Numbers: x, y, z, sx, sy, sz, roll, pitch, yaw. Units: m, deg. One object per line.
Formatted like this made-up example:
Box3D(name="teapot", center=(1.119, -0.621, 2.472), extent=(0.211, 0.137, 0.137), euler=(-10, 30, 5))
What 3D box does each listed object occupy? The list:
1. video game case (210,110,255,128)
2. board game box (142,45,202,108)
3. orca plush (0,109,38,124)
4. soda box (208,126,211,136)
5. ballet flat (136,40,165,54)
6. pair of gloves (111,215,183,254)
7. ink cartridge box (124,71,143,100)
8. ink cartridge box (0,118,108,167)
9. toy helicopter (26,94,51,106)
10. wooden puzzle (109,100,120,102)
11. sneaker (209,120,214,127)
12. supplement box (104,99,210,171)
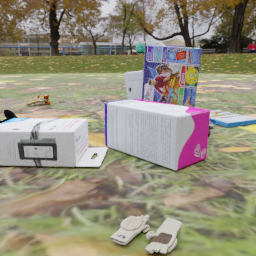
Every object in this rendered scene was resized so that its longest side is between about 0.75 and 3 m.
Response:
Box3D(name="video game case", center=(3.619, -0.394, 10.783), extent=(1.537, 0.191, 2.148), euler=(-7, 16, -24))
Box3D(name="board game box", center=(1.200, -1.158, 8.144), extent=(1.580, 2.335, 0.402), euler=(7, 18, 12))
Box3D(name="orca plush", center=(-3.695, -0.191, 8.570), extent=(2.338, 0.831, 1.230), euler=(2, 14, 6))
Box3D(name="soda box", center=(2.072, 0.041, 8.687), extent=(0.923, 0.327, 0.292), euler=(10, 19, 36))
Box3D(name="ballet flat", center=(1.201, -3.528, 12.319), extent=(1.696, 0.597, 0.571), euler=(5, 28, 1))
Box3D(name="pair of gloves", center=(0.262, 1.374, 3.652), extent=(0.798, 0.140, 0.679), euler=(4, 18, 24))
Box3D(name="ink cartridge box", center=(0.608, -1.028, 9.107), extent=(1.215, 1.673, 0.698), euler=(-6, 11, 9))
Box3D(name="ink cartridge box", center=(-1.782, 0.293, 6.591), extent=(2.469, 0.837, 1.432), euler=(1, 14, 3))
Box3D(name="toy helicopter", center=(-4.656, -1.393, 14.358), extent=(0.821, 0.490, 1.242), euler=(17, 31, 41))
Box3D(name="wooden puzzle", center=(-0.410, -1.258, 14.440), extent=(1.363, 0.159, 0.919), euler=(4, 19, 17))
Box3D(name="sneaker", center=(2.694, -0.271, 9.814), extent=(0.379, 0.402, 0.982), euler=(-3, 14, -10))
Box3D(name="supplement box", center=(0.622, 0.030, 6.843), extent=(1.211, 1.237, 2.393), euler=(-11, 16, -41))
